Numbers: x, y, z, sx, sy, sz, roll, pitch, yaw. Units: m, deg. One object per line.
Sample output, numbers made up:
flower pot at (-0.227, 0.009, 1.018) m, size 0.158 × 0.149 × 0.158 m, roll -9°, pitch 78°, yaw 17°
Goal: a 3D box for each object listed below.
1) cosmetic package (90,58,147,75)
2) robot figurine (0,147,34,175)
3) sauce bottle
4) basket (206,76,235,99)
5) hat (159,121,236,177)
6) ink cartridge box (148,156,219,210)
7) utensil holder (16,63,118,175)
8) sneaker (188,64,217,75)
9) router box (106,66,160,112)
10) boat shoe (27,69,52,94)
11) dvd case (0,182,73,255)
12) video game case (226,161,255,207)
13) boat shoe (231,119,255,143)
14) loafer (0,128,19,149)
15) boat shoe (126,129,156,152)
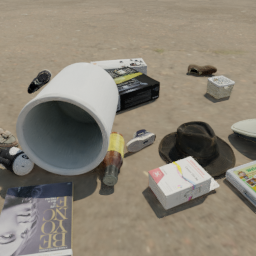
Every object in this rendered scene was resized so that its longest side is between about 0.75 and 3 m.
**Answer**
cosmetic package at (-0.465, -2.823, 13.445) m, size 2.583 × 0.654 × 1.066 m, roll -7°, pitch 33°, yaw -10°
robot figurine at (-3.104, 0.889, 7.761) m, size 1.052 × 0.657 × 0.791 m, roll 19°, pitch 45°, yaw 26°
sauce bottle at (-0.430, 0.843, 7.908) m, size 0.617 × 0.617 × 1.868 m, roll 2°, pitch 35°, yaw 3°
basket at (3.851, -1.710, 11.732) m, size 0.816 × 0.662 × 0.823 m, roll -13°, pitch 35°, yaw -19°
hat at (2.102, 0.371, 8.310) m, size 2.353 × 0.949 × 2.353 m, roll 1°, pitch 32°, yaw 0°
ink cartridge box at (1.436, 1.308, 7.135) m, size 1.614 × 0.545 × 0.940 m, roll -17°, pitch 37°, yaw -18°
utensil holder at (-1.520, -0.420, 8.249) m, size 2.399 × 2.399 × 2.823 m, roll 3°, pitch 31°, yaw 5°
sneaker at (3.601, -2.751, 13.635) m, size 1.395 × 0.492 × 0.527 m, roll 9°, pitch 55°, yaw 17°
router box at (-0.497, -1.592, 11.458) m, size 2.874 × 0.751 × 2.260 m, roll -21°, pitch 38°, yaw -28°
boat shoe at (-2.516, -1.277, 7.919) m, size 1.015 × 0.369 × 0.318 m, roll -29°, pitch 31°, yaw 35°
dvd case at (-2.087, 2.103, 6.350) m, size 1.645 × 0.177 × 2.212 m, roll -5°, pitch 34°, yaw -7°
video game case at (4.516, 1.590, 6.998) m, size 2.986 × 0.329 × 2.718 m, roll -14°, pitch 36°, yaw -19°
boat shoe at (4.436, 0.276, 8.457) m, size 2.648 × 0.819 × 0.992 m, roll 6°, pitch 40°, yaw 46°
loafer at (-4.233, 0.202, 8.930) m, size 1.671 × 0.525 × 0.601 m, roll 16°, pitch 36°, yaw 22°
boat shoe at (0.290, 0.378, 8.811) m, size 1.161 × 0.434 × 0.538 m, roll -16°, pitch 32°, yaw -35°
